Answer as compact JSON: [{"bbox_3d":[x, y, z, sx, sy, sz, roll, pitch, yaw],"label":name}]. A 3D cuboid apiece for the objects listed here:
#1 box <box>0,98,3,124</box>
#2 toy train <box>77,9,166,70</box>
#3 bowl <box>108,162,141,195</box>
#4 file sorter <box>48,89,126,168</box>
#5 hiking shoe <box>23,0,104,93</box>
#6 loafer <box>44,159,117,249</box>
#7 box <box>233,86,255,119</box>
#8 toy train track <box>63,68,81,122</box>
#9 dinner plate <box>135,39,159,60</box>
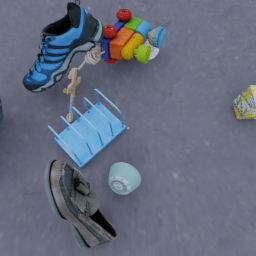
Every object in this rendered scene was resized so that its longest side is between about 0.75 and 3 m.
[{"bbox_3d":[-3.784,-0.085,7.179,0.516,1.596,2.023,10,50,-11],"label":"box"},{"bbox_3d":[-0.064,-2.265,8.207,1.592,1.164,2.751,21,56,16],"label":"toy train"},{"bbox_3d":[-0.148,1.374,7.228,0.889,0.889,0.465,24,39,9],"label":"bowl"},{"bbox_3d":[-1.101,-0.041,7.698,1.736,1.065,1.205,-41,70,-16],"label":"file sorter"},{"bbox_3d":[-2.027,-2.170,7.566,2.835,1.229,1.055,-41,51,13],"label":"hiking shoe"},{"bbox_3d":[-0.919,1.687,6.143,0.917,2.914,1.047,-6,43,7],"label":"loafer"},{"bbox_3d":[3.736,-0.713,7.986,1.003,0.966,0.612,-1,69,-11],"label":"box"},{"bbox_3d":[-1.629,-0.912,7.803,0.259,1.593,0.914,15,30,6],"label":"toy train track"},{"bbox_3d":[0.574,-2.670,9.289,0.919,0.111,0.919,0,69,0],"label":"dinner plate"}]
